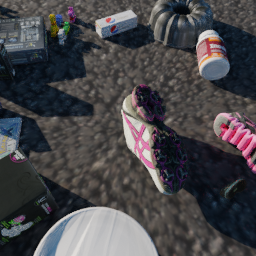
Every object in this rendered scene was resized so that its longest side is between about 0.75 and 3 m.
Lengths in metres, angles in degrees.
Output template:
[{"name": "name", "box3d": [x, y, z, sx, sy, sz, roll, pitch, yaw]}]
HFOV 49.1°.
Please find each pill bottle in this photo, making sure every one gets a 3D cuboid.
[{"name": "pill bottle", "box3d": [2.728, -2.424, 9.157, 0.911, 0.911, 1.613, 2, 55, 1]}]

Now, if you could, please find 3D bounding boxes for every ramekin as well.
[{"name": "ramekin", "box3d": [-0.572, 2.782, 5.290, 2.330, 1.085, 2.330, 0, 55, 0]}]

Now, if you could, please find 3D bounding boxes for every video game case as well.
[{"name": "video game case", "box3d": [-3.672, 0.376, 7.598, 1.363, 0.165, 1.496, -5, 54, -3]}]

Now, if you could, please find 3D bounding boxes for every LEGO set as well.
[{"name": "LEGO set", "box3d": [-2.527, -3.953, 10.389, 0.670, 0.721, 1.757, 6, 54, 5]}]

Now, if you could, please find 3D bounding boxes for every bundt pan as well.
[{"name": "bundt pan", "box3d": [1.981, -4.104, 10.371, 2.519, 0.945, 2.519, 0, 55, 1]}]

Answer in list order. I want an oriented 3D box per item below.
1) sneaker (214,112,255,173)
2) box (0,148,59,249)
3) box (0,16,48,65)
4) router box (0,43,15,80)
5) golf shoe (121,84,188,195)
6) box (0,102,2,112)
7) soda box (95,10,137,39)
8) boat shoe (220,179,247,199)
[{"name": "sneaker", "box3d": [3.349, 0.357, 7.299, 1.076, 0.891, 2.256, -17, 57, -34]}, {"name": "box", "box3d": [-2.715, 1.600, 6.110, 1.822, 1.133, 1.353, -32, 60, -21]}, {"name": "box", "box3d": [-4.100, -3.020, 9.767, 2.462, 0.628, 1.941, -9, 54, -7]}, {"name": "router box", "box3d": [-4.469, -2.043, 8.749, 1.511, 1.132, 0.469, -2, 55, -2]}, {"name": "golf shoe", "box3d": [0.584, 0.370, 7.038, 1.036, 1.314, 2.853, 2, 57, -32]}, {"name": "box", "box3d": [-3.934, -0.545, 7.945, 0.435, 0.501, 0.820, -7, 37, -6]}, {"name": "soda box", "box3d": [-0.427, -3.897, 10.496, 1.516, 0.483, 0.516, -25, 58, -16]}, {"name": "boat shoe", "box3d": [2.520, 1.430, 6.755, 0.826, 0.305, 0.306, -17, 9, -34]}]
